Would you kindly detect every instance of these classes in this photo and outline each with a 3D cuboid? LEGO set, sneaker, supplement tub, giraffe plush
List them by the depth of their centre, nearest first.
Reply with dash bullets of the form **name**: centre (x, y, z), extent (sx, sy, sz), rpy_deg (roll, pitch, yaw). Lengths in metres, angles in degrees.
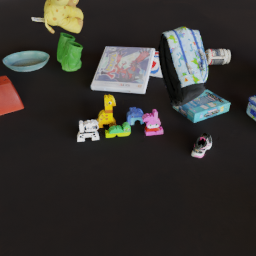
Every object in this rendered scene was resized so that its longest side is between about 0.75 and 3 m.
- **sneaker**: centre (2.201, 0.412, 8.152), extent (0.437, 0.469, 1.087), rpy_deg (16, 37, 20)
- **LEGO set**: centre (-0.298, -0.413, 8.795), extent (2.685, 1.102, 1.024), rpy_deg (-6, 34, -8)
- **giraffe plush**: centre (-2.312, -4.390, 9.742), extent (1.885, 1.528, 1.626), rpy_deg (-24, 71, -38)
- **supplement tub**: centre (4.320, -3.444, 13.545), extent (1.056, 0.741, 0.741), rpy_deg (-1, 34, -2)

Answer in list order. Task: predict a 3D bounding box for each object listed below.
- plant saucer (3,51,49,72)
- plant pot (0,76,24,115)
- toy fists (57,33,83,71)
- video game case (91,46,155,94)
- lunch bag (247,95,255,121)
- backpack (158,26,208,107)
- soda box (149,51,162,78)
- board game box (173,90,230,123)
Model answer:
- **plant saucer**: centre (-4.852, -3.181, 13.485), extent (2.136, 0.384, 2.136), rpy_deg (0, 35, 0)
- **plant pot**: centre (-4.566, -1.213, 10.055), extent (1.143, 1.007, 1.142), rpy_deg (-22, 39, -28)
- **toy fists**: centre (-2.751, -3.490, 13.159), extent (0.884, 1.311, 2.571), rpy_deg (7, 28, -31)
- **video game case**: centre (-0.170, -2.493, 11.714), extent (2.229, 0.281, 2.446), rpy_deg (6, 56, 13)
- **lunch bag**: centre (4.983, -0.495, 9.235), extent (1.522, 0.781, 1.894), rpy_deg (-11, 35, -11)
- **backpack**: centre (1.354, -1.599, 7.049), extent (1.380, 1.795, 1.465), rpy_deg (-28, -5, 1)
- **soda box**: centre (1.636, -2.813, 12.504), extent (2.758, 0.878, 0.939), rpy_deg (12, 36, 18)
- **board game box**: centre (2.610, -0.812, 10.020), extent (1.587, 0.372, 1.198), rpy_deg (-17, 38, -23)
